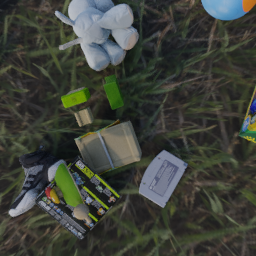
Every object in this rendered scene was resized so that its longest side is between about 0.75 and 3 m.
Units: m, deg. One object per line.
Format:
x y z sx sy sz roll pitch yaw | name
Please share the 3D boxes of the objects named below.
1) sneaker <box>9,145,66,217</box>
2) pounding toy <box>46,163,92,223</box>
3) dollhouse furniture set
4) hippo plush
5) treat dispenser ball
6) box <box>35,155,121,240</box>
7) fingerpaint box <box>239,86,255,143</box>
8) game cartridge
-2.863 1.473 8.150 1.172 0.777 2.060 40 74 8 | sneaker
-1.467 1.584 6.453 0.681 1.132 1.467 -26 67 -18 | pounding toy
-0.753 -0.072 8.570 1.701 1.303 2.597 -19 107 2 | dollhouse furniture set
-1.121 -3.147 8.889 2.540 2.024 2.043 -13 46 -18 | hippo plush
3.246 -4.408 8.914 1.824 1.824 1.824 0 78 0 | treat dispenser ball
-1.375 1.965 7.889 1.748 0.415 1.688 45 79 -16 | box
4.201 -0.785 8.081 0.808 1.837 2.202 23 79 5 | fingerpaint box
1.007 1.468 8.388 0.994 0.305 1.493 32 79 3 | game cartridge
